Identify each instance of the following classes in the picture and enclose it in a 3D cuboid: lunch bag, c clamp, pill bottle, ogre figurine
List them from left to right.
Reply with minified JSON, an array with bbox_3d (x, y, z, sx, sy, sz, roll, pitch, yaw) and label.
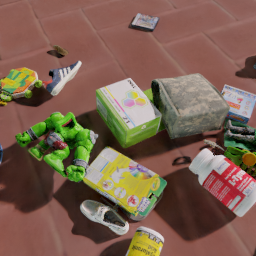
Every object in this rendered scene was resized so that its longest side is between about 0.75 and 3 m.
[{"bbox_3d":[-2.249,0.469,9.420,2.931,1.438,1.757,17,59,44],"label":"ogre figurine"},{"bbox_3d":[0.220,2.170,9.044,1.725,0.234,1.474,-38,63,-23],"label":"c clamp"},{"bbox_3d":[0.357,3.595,7.647,0.851,0.851,1.529,19,57,13],"label":"pill bottle"},{"bbox_3d":[2.158,-1.009,10.473,2.045,1.466,2.493,-10,50,-12],"label":"lunch bag"},{"bbox_3d":[3.036,1.637,8.838,1.186,1.186,2.114,-38,63,-24],"label":"pill bottle"}]

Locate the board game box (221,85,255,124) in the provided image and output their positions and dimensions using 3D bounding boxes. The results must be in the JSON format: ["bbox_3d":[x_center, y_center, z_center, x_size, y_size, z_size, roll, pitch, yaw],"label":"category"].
[{"bbox_3d":[4.295,-0.974,11.198,1.361,0.380,1.332,23,58,16],"label":"board game box"}]

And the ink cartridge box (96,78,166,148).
[{"bbox_3d":[0.578,-0.864,10.582,2.976,1.127,2.200,-24,57,-21],"label":"ink cartridge box"}]

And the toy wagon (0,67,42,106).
[{"bbox_3d":[-4.665,-1.748,11.748,1.521,0.388,1.960,22,57,16],"label":"toy wagon"}]

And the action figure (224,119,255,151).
[{"bbox_3d":[4.766,0.362,10.124,2.436,0.666,1.439,15,52,6],"label":"action figure"}]

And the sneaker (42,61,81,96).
[{"bbox_3d":[-2.760,-2.290,11.662,0.843,0.748,1.995,39,59,-6],"label":"sneaker"}]

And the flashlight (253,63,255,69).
[{"bbox_3d":[6.463,-2.546,12.187,1.844,0.624,0.627,26,58,19],"label":"flashlight"}]

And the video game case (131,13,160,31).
[{"bbox_3d":[0.926,-5.528,14.596,1.219,0.155,1.102,16,56,11],"label":"video game case"}]

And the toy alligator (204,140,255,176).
[{"bbox_3d":[3.887,1.123,9.514,2.826,0.838,0.767,15,96,10],"label":"toy alligator"}]

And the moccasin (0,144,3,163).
[{"bbox_3d":[-5.202,0.299,9.964,1.036,0.878,2.574,-22,60,-15],"label":"moccasin"}]

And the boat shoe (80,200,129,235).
[{"bbox_3d":[-0.716,2.605,8.513,1.674,0.580,0.593,23,58,16],"label":"boat shoe"}]

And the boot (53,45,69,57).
[{"bbox_3d":[-3.223,-3.636,13.176,0.857,0.315,0.323,28,70,16],"label":"boot"}]

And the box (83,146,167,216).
[{"bbox_3d":[-0.107,1.707,8.932,2.408,0.583,1.413,27,61,25],"label":"box"}]
